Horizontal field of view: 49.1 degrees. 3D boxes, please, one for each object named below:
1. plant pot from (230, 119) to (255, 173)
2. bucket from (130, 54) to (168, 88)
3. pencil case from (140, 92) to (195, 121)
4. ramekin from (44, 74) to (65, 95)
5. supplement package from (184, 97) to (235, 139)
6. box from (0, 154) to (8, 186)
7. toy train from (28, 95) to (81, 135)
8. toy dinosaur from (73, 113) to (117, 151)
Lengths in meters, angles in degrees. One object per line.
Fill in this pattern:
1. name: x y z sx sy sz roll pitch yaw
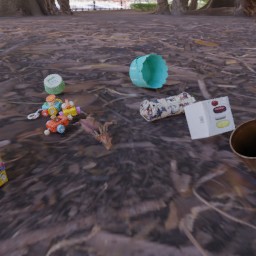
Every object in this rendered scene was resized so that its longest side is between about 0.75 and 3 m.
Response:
1. plant pot: 2.818 0.526 5.908 1.011 1.082 1.011 -23 39 20
2. bucket: 0.813 -2.275 11.315 1.430 1.430 0.930 -20 18 -34
3. pencil case: 1.279 -0.690 8.925 1.728 0.672 0.773 -13 0 -25
4. ramekin: -2.867 -1.714 10.861 0.786 0.384 0.786 0 57 0
5. supplement package: 2.158 -0.267 7.426 0.961 0.919 0.707 -13 -1 -27
6. box: -3.398 0.553 5.652 1.438 1.385 0.877 12 30 26
7. toy train: -2.276 -0.500 8.505 1.411 0.522 1.879 -34 38 -33
8. toy dinosaur: -0.893 0.009 7.411 1.377 0.591 0.933 22 17 11
